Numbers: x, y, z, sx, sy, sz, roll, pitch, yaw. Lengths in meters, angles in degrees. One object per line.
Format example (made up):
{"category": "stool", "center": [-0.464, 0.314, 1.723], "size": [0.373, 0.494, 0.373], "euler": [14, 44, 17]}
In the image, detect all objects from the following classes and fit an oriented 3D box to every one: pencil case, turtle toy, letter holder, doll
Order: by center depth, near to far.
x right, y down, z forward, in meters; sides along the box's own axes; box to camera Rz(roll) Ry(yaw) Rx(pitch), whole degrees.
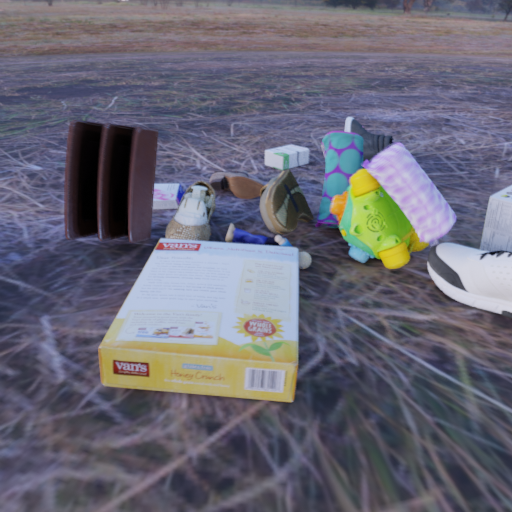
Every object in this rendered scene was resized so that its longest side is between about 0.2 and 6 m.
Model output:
{"category": "pencil case", "center": [2.536, -1.011, 9.139], "size": [0.716, 1.707, 0.730], "euler": [-46, 13, -36]}
{"category": "doll", "center": [0.238, -0.133, 9.944], "size": [1.544, 1.054, 0.374], "euler": [17, 70, 2]}
{"category": "letter holder", "center": [-2.676, -1.343, 10.332], "size": [1.082, 2.151, 1.529], "euler": [8, 10, 13]}
{"category": "turtle toy", "center": [2.295, -0.765, 10.434], "size": [1.261, 1.819, 2.496], "euler": [-20, 5, 41]}
{"category": "pencil case", "center": [1.696, -1.518, 11.427], "size": [0.882, 1.909, 0.812], "euler": [5, 1, 28]}

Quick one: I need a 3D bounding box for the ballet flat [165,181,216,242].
{"category": "ballet flat", "center": [-1.306, -0.883, 11.381], "size": [0.913, 0.846, 2.590], "euler": [5, 26, -4]}

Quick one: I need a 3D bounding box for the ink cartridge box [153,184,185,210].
{"category": "ink cartridge box", "center": [-2.127, -1.418, 13.230], "size": [1.275, 0.276, 1.252], "euler": [-3, 25, -3]}

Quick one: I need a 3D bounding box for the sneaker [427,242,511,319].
{"category": "sneaker", "center": [4.037, 0.298, 8.425], "size": [1.213, 1.316, 3.290], "euler": [-18, 29, -30]}

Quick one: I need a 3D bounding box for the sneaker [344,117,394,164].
{"category": "sneaker", "center": [3.270, -3.308, 16.469], "size": [1.430, 1.019, 2.884], "euler": [5, 31, 5]}

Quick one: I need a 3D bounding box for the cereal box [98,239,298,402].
{"category": "cereal box", "center": [-0.590, 0.728, 8.174], "size": [2.414, 0.663, 3.355], "euler": [4, 25, 3]}

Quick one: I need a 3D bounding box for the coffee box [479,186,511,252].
{"category": "coffee box", "center": [5.011, -0.583, 10.438], "size": [1.127, 1.128, 1.116], "euler": [-22, 33, -39]}

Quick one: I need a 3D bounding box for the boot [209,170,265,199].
{"category": "boot", "center": [-0.400, -1.843, 13.829], "size": [1.584, 0.557, 1.158], "euler": [9, 23, 13]}

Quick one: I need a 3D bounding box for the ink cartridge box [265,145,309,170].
{"category": "ink cartridge box", "center": [0.882, -2.814, 15.955], "size": [1.057, 0.444, 0.771], "euler": [-20, 32, -36]}

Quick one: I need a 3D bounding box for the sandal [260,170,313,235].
{"category": "sandal", "center": [0.461, -0.996, 11.161], "size": [0.797, 1.185, 2.950], "euler": [-22, 8, 20]}
